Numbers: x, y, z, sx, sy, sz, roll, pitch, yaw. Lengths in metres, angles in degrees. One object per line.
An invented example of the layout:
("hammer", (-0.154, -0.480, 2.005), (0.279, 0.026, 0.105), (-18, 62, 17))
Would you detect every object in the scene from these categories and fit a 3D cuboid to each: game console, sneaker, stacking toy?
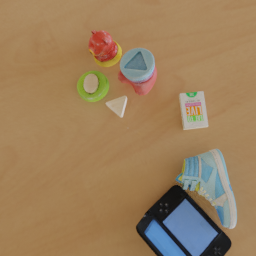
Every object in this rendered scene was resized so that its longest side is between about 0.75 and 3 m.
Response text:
("game console", (1.584, 2.878, 7.410), (2.066, 1.367, 2.349), (-39, 79, -20))
("sneaker", (2.189, 1.828, 8.121), (1.471, 0.896, 2.253), (-11, 74, 1))
("stacking toy", (-0.512, -1.761, 8.618), (2.482, 1.048, 2.247), (30, 80, 20))

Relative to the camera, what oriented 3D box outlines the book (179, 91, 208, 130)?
("book", (2.093, -0.564, 8.950), (0.775, 0.279, 1.160), (-6, 77, 4))
